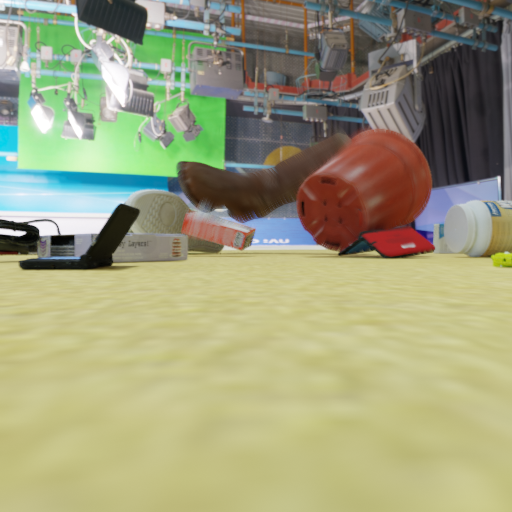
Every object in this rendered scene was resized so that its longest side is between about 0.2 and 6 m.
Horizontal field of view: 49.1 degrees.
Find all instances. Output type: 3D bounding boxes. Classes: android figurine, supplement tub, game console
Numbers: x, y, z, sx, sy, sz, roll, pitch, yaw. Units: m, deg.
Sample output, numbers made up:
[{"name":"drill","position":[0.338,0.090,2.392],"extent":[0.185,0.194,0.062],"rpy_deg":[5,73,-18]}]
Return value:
[{"name":"android figurine","position":[2.672,0.046,5.518],"extent":[0.694,0.157,0.763],"rpy_deg":[-1,3,-18]},{"name":"supplement tub","position":[3.907,-0.446,9.282],"extent":[1.304,0.943,0.943],"rpy_deg":[0,1,-9]},{"name":"game console","position":[-1.648,-0.180,5.369],"extent":[0.919,0.608,1.045],"rpy_deg":[0,1,-2]},{"name":"game console","position":[2.070,-0.068,8.934],"extent":[1.132,0.672,0.976],"rpy_deg":[-8,38,-33]}]

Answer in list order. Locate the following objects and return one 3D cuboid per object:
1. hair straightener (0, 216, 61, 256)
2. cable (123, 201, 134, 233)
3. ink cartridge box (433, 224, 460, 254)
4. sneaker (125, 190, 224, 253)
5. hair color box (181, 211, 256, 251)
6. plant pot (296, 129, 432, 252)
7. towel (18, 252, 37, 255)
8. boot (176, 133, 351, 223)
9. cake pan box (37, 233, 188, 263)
[{"name":"hair straightener","position":[-3.219,-0.189,6.717],"extent":[0.889,0.473,2.310],"rpy_deg":[-29,-21,31]},{"name":"cable","position":[-2.658,-0.807,13.720],"extent":[1.683,0.583,1.684],"rpy_deg":[-27,-32,-18]},{"name":"ink cartridge box","position":[4.485,-0.383,12.520],"extent":[0.940,0.680,0.396],"rpy_deg":[0,1,-2]},{"name":"sneaker","position":[-2.193,-0.648,11.928],"extent":[1.922,1.199,3.259],"rpy_deg":[7,-5,26]},{"name":"hair color box","position":[-0.656,-0.456,9.942],"extent":[1.155,0.369,0.641],"rpy_deg":[18,13,11]},{"name":"plant pot","position":[1.797,-1.055,9.851],"extent":[1.908,1.908,1.855],"rpy_deg":[1,25,43]},{"name":"towel","position":[-5.233,-0.192,11.202],"extent":[2.090,0.360,1.385],"rpy_deg":[0,2,-26]},{"name":"boot","position":[0.490,-1.880,11.918],"extent":[3.494,1.122,3.256],"rpy_deg":[-18,-15,25]},{"name":"cake pan box","position":[-1.884,-0.111,7.285],"extent":[1.395,0.396,1.515],"rpy_deg":[-2,0,42]}]
